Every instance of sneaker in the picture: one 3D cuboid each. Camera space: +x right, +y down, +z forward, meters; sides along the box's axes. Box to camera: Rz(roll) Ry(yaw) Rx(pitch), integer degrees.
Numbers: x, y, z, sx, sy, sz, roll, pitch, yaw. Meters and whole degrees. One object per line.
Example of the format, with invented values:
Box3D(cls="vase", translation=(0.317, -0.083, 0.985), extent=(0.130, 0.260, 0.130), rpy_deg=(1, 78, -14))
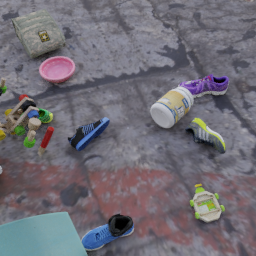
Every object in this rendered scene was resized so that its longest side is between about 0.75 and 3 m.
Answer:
Box3D(cls="sneaker", translation=(-3.746, -0.572, 10.741), extent=(1.644, 0.687, 0.609), rpy_deg=(1, 69, 1))
Box3D(cls="sneaker", translation=(2.798, 0.385, 10.182), extent=(0.707, 0.645, 1.746), rpy_deg=(-33, 52, -15))
Box3D(cls="sneaker", translation=(3.143, -1.871, 11.641), extent=(2.106, 0.879, 0.849), rpy_deg=(-7, 53, -4))
Box3D(cls="sneaker", translation=(-1.446, 0.078, 10.350), extent=(0.668, 0.602, 1.716), rpy_deg=(39, 63, 17))
Box3D(cls="sneaker", translation=(-0.601, 2.949, 8.008), extent=(1.619, 0.901, 0.621), rpy_deg=(-14, 54, -10))

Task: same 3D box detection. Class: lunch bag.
Box3D(cls="lunch bag", translation=(-4.203, -4.418, 13.317), extent=(1.809, 1.297, 2.206), rpy_deg=(-28, 64, -20))

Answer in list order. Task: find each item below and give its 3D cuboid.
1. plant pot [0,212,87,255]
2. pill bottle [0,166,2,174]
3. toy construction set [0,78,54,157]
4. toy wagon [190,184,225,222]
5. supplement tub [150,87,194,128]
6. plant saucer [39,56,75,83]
Box3D(cls="plant pot", translation=(-2.565, 3.488, 6.973), extent=(2.893, 2.045, 2.044), rpy_deg=(-23, 56, -22))
Box3D(cls="pill bottle", translation=(-5.128, 1.843, 8.628), extent=(1.257, 1.257, 2.259), rpy_deg=(22, 57, 16))
Box3D(cls="toy construction set", translation=(-4.235, 0.167, 9.799), extent=(2.928, 2.250, 2.442), rpy_deg=(32, 30, 3))
Box3D(cls="toy wagon", translation=(2.446, 2.350, 8.881), extent=(0.923, 0.235, 1.190), rpy_deg=(-12, 53, -9))
Box3D(cls="supplement tub", translation=(1.701, -0.808, 10.716), extent=(1.074, 1.074, 1.485), rpy_deg=(37, 61, 24))
Box3D(cls="plant saucer", translation=(-3.117, -2.548, 12.450), extent=(1.556, 0.394, 1.556), rpy_deg=(0, 52, 0))
